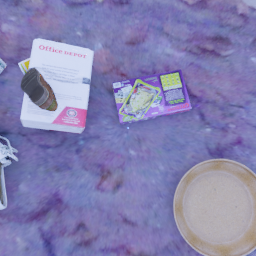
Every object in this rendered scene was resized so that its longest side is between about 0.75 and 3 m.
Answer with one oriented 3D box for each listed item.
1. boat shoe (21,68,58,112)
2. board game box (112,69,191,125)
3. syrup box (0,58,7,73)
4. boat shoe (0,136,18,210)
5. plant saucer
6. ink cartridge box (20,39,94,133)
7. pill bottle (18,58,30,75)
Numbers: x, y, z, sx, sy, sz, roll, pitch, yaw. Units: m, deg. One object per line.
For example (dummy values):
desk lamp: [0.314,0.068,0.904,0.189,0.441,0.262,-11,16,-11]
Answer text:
boat shoe: [-2.236,-0.927,7.072,0.611,0.577,1.698,-41,45,6]
board game box: [0.725,-0.986,8.842,2.269,0.366,1.362,-11,74,-2]
syrup box: [-4.635,-1.665,8.829,0.625,0.605,1.535,33,80,7]
boat shoe: [-3.753,0.856,8.019,1.288,1.116,3.021,-4,80,-1]
plant saucer: [2.619,2.256,7.993,2.727,0.483,2.727,0,80,0]
ink cartridge box: [-2.066,-1.190,8.326,1.750,1.020,2.418,8,77,-15]
pill bottle: [-3.062,-2.045,8.998,0.769,0.427,0.427,-27,79,-8]
